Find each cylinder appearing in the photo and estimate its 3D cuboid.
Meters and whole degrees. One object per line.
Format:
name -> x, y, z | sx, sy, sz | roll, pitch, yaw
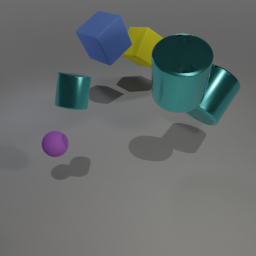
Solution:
cylinder -> 1.284, -1.326, 6.940 | 1.400, 1.400, 1.400 | -2, 57, 4
cylinder -> -1.174, -0.790, 5.987 | 0.700, 0.700, 0.700 | 8, 11, -2
cylinder -> 2.492, -1.019, 8.701 | 1.400, 1.400, 1.400 | 30, 83, 39

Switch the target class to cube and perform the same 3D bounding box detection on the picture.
cube -> 0.723, -3.818, 13.330 | 1.400, 1.400, 1.400 | 19, 5, -41
cube -> -0.946, -3.618, 11.265 | 1.400, 1.400, 1.400 | 29, 69, 38

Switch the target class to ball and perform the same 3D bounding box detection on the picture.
ball -> -1.951, 0.426, 7.510 | 0.700, 0.700, 0.700 | 0, 32, 0
